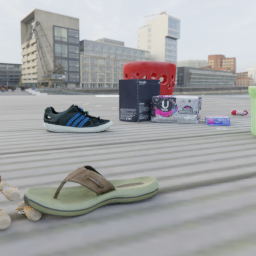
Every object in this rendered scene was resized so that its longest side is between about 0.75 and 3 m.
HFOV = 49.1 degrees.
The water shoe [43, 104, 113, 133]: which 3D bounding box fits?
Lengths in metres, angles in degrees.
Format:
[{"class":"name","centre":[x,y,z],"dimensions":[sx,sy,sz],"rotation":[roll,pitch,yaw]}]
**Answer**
[{"class":"water shoe","centre":[-1.420,-0.286,7.932],"dimensions":[1.974,0.779,0.706],"rotation":[-1,9,-3]}]

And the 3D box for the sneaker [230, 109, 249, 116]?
[{"class":"sneaker","centre":[4.999,-0.682,12.496],"dimensions":[0.780,0.278,0.439],"rotation":[0,5,-15]}]

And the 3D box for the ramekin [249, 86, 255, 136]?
[{"class":"ramekin","centre":[4.267,-0.366,6.735],"dimensions":[2.607,1.273,2.607],"rotation":[0,8,0]}]

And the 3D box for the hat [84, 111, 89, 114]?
[{"class":"hat","centre":[-1.420,-0.143,9.472],"dimensions":[0.782,0.689,0.648],"rotation":[-31,29,-3]}]

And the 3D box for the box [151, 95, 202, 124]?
[{"class":"box","centre":[1.784,-0.710,10.279],"dimensions":[1.655,0.950,1.094],"rotation":[3,9,21]}]

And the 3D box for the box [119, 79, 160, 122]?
[{"class":"box","centre":[0.479,-1.091,10.812],"dimensions":[0.891,1.558,1.712],"rotation":[6,9,34]}]

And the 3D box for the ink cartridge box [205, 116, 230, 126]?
[{"class":"ink cartridge box","centre":[3.107,-0.266,9.743],"dimensions":[0.751,0.264,1.259],"rotation":[1,10,12]}]

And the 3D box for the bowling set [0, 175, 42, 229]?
[{"class":"bowling set","centre":[-1.205,0.627,2.544],"dimensions":[0.793,0.552,0.426],"rotation":[-2,6,-41]}]

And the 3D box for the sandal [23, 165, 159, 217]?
[{"class":"sandal","centre":[-0.357,0.598,3.036],"dimensions":[1.485,0.424,0.590],"rotation":[-4,9,-27]}]

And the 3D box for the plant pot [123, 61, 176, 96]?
[{"class":"plant pot","centre":[1.129,-2.125,14.679],"dimensions":[2.747,2.502,2.747],"rotation":[0,9,0]}]
